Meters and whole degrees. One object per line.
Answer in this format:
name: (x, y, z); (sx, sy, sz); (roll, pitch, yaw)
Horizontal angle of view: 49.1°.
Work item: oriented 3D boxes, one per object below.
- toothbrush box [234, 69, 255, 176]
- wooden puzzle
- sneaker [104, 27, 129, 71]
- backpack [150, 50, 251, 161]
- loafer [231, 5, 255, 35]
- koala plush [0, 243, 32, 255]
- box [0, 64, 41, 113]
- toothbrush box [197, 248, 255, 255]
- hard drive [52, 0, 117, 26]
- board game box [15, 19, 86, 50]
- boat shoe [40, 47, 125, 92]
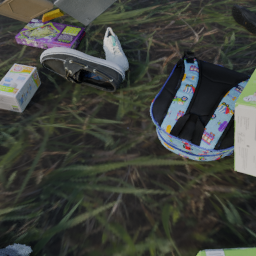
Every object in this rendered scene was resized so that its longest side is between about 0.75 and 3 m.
toothbrush box: (2.878, -0.388, 5.317); (0.997, 1.687, 2.317); (14, 47, 33)
wooden puzzle: (-2.929, -3.455, 7.960); (1.358, 2.012, 0.235); (-11, 85, 29)
sneaker: (-0.493, -2.751, 9.734); (0.721, 0.847, 1.915); (-14, 53, -13)
backpack: (1.898, -0.299, 7.116); (2.550, 1.879, 2.793); (23, 54, 17)
loafer: (4.822, -4.364, 11.211); (0.601, 0.581, 1.712); (-22, 60, -18)
koala plush: (-2.682, 2.630, 5.456); (1.385, 1.273, 1.228); (19, 49, -12)
box: (-3.380, -1.250, 8.633); (0.771, 0.695, 1.370); (12, 53, 8)
toothbrush box: (2.275, 3.512, 4.538); (1.998, 1.181, 2.743); (-2, 51, -3)
hard drive: (-0.821, -4.049, 8.010); (2.328, 1.624, 0.383); (-32, 75, 21)
board game box: (-2.936, -3.540, 10.714); (2.284, 0.369, 1.371); (14, 49, 11)
boat shoe: (-1.541, -1.834, 8.945); (2.880, 0.988, 0.815); (13, 53, 8)
